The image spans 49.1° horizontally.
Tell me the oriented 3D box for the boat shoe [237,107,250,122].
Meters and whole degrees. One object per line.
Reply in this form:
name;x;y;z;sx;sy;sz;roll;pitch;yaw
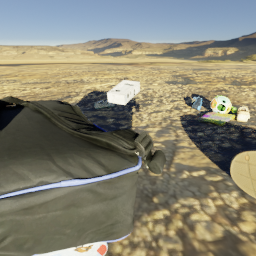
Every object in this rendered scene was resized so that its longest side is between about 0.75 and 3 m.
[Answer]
boat shoe;4.578;-0.608;11.086;0.498;0.468;1.352;7;18;21

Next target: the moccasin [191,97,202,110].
moccasin;3.148;-1.182;12.905;0.434;0.512;1.273;15;18;8

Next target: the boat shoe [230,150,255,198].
boat shoe;3.275;0.940;5.145;2.779;1.000;0.939;10;13;10

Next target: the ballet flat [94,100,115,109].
ballet flat;-1.066;-1.127;13.066;1.092;0.341;0.368;-12;21;-36

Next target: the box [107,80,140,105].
box;-0.114;-1.126;8.703;0.613;0.316;1.052;11;36;25

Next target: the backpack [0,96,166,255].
backpack;-1.410;0.624;3.886;2.847;2.193;2.711;-1;27;-29

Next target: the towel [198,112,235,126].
towel;3.452;-0.373;10.857;1.029;0.163;1.432;13;22;35

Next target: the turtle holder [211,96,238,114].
turtle holder;3.932;-0.849;11.617;1.022;0.777;0.726;46;21;-2
